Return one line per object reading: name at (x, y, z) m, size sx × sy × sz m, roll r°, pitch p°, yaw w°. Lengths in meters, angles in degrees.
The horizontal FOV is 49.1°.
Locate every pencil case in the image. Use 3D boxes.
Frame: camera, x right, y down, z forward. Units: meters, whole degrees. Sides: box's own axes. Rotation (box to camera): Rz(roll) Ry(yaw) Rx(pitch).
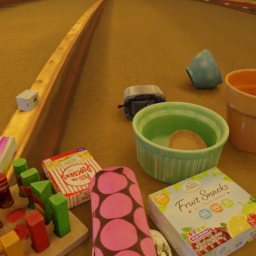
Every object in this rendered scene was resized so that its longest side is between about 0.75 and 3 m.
pencil case at (-0.236, 2.068, 6.011) m, size 1.343 × 1.301 × 2.868 m, roll -4°, pitch 30°, yaw -7°

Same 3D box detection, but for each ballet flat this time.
ballet flat at (0.694, 2.629, 5.813) m, size 0.517 × 0.517 × 1.490 m, roll -5°, pitch 32°, yaw -8°

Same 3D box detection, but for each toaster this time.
toaster at (0.539, -1.032, 11.051) m, size 1.948 × 1.107 × 1.258 m, roll -5°, pitch 29°, yaw -1°

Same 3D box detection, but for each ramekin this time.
ramekin at (1.505, 0.422, 8.471) m, size 2.762 × 1.349 × 2.762 m, roll 0°, pitch 32°, yaw 0°

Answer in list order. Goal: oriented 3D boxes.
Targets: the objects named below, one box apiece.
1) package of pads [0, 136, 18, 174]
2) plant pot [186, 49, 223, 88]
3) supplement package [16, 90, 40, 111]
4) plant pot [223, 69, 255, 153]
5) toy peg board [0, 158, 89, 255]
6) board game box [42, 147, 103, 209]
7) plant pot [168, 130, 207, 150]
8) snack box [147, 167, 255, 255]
package of pads at (-4.296, 0.961, 8.294) m, size 1.445 × 0.638 × 1.871 m, roll -2°, pitch 32°, yaw -3°
plant pot at (3.474, -2.620, 13.170) m, size 1.204 × 1.797 × 1.797 m, roll -26°, pitch 31°, yaw 10°
supplement package at (-4.149, -1.156, 11.685) m, size 0.578 × 0.582 × 0.767 m, roll 8°, pitch 33°, yaw 13°
plant pot at (4.201, -0.476, 9.126) m, size 2.370 × 2.170 × 2.370 m, roll 0°, pitch 33°, yaw 0°
toy peg board at (-2.656, 1.946, 6.115) m, size 2.550 × 1.252 × 2.560 m, roll -26°, pitch 40°, yaw -38°
board game box at (-1.461, 1.332, 7.896) m, size 1.366 × 0.418 × 1.804 m, roll -18°, pitch 36°, yaw -28°
plant pot at (1.762, 0.658, 8.314) m, size 1.285 × 0.177 × 1.285 m, roll 8°, pitch 59°, yaw -13°
snack box at (1.831, 2.004, 6.552) m, size 2.168 × 0.734 × 1.828 m, roll -15°, pitch 36°, yaw -24°
